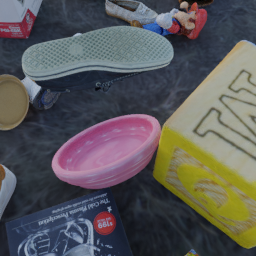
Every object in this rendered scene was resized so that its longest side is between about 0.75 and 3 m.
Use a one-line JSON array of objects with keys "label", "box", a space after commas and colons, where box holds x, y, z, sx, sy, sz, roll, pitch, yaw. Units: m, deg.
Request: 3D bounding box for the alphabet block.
[{"label": "alphabet block", "box": [2.447, 0.408, 5.894, 2.699, 2.685, 2.749, 36, 65, 20]}]

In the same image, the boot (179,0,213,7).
[{"label": "boot", "box": [2.873, -5.354, 10.058, 2.645, 1.014, 2.054, -4, 61, -2]}]

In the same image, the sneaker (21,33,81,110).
[{"label": "sneaker", "box": [-2.177, -1.847, 8.128, 1.205, 1.031, 2.767, 25, 63, 19]}]

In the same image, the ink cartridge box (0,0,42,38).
[{"label": "ink cartridge box", "box": [-3.774, -4.583, 8.522, 1.210, 2.920, 2.143, 4, 61, 2]}]

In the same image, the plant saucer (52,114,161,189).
[{"label": "plant saucer", "box": [-0.422, 0.529, 6.347, 2.535, 0.642, 2.535, -18, 23, 8]}]

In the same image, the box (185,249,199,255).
[{"label": "box", "box": [1.054, 3.460, 4.393, 2.046, 1.248, 1.970, 46, 25, 22]}]

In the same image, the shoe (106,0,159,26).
[{"label": "shoe", "box": [0.138, -3.985, 9.563, 1.996, 0.533, 0.698, 18, 62, 10]}]

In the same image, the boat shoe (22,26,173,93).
[{"label": "boat shoe", "box": [-0.480, -1.111, 4.795, 2.490, 0.775, 0.929, -10, 62, -1]}]

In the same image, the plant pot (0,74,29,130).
[{"label": "plant pot", "box": [-3.267, -0.682, 7.553, 1.493, 0.205, 1.493, 0, 89, 16]}]

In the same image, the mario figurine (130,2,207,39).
[{"label": "mario figurine", "box": [1.303, -3.499, 8.882, 2.433, 1.289, 1.502, -12, 60, -5]}]

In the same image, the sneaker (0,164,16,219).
[{"label": "sneaker", "box": [-3.264, 2.009, 5.844, 1.002, 1.165, 2.752, 6, 62, 1]}]

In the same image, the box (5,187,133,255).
[{"label": "box", "box": [-1.025, 2.548, 5.541, 2.162, 1.126, 1.969, -18, 63, -9]}]
